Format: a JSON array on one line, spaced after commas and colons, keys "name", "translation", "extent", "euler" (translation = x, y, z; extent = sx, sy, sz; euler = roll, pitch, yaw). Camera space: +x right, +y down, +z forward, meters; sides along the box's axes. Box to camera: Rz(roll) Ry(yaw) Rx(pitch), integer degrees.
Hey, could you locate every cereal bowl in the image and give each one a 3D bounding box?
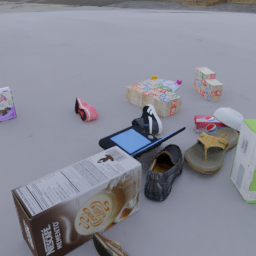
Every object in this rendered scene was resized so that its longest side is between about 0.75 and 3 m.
[{"name": "cereal bowl", "translation": [3.781, -0.393, 10.227], "extent": [1.210, 0.504, 1.210], "euler": [24, 20, -9]}]

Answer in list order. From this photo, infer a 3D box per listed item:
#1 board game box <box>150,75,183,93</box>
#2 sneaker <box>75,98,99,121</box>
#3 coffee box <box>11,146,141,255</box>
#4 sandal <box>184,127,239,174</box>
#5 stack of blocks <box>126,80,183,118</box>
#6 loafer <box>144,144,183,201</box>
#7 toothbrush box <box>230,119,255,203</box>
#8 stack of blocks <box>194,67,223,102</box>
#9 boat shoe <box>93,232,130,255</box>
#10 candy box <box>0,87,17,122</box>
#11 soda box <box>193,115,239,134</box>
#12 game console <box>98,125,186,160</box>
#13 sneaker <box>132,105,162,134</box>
[{"name": "board game box", "translation": [1.690, -2.253, 14.385], "extent": [1.788, 0.231, 1.788], "euler": [15, 31, 25]}, {"name": "sneaker", "translation": [-1.702, -0.739, 11.439], "extent": [0.692, 0.588, 1.596], "euler": [-3, 33, -29]}, {"name": "coffee box", "translation": [-0.991, 1.597, 6.113], "extent": [2.551, 1.459, 1.017], "euler": [-22, 37, -32]}, {"name": "sandal", "translation": [2.699, 0.474, 8.829], "extent": [1.171, 0.787, 2.914], "euler": [22, 35, 34]}, {"name": "stack of blocks", "translation": [1.201, -1.335, 12.207], "extent": [1.383, 0.703, 2.401], "euler": [-22, 36, -35]}, {"name": "loafer", "translation": [1.088, 1.005, 7.814], "extent": [0.837, 0.832, 2.301], "euler": [9, 30, 16]}, {"name": "toothbrush box", "translation": [4.177, 0.788, 7.117], "extent": [2.590, 1.886, 1.115], "euler": [-2, 29, -3]}, {"name": "stack of blocks", "translation": [3.766, -2.099, 13.235], "extent": [0.541, 1.063, 1.846], "euler": [-6, 30, -10]}, {"name": "boat shoe", "translation": [-0.311, 2.483, 5.666], "extent": [0.372, 0.381, 1.008], "euler": [-20, 42, -41]}, {"name": "candy box", "translation": [-4.984, -0.879, 10.848], "extent": [1.022, 1.218, 0.436], "euler": [-18, 34, -28]}, {"name": "soda box", "translation": [3.226, -0.123, 10.221], "extent": [1.581, 0.501, 0.553], "euler": [0, 29, 2]}, {"name": "game console", "translation": [0.430, 0.228, 8.514], "extent": [1.763, 1.167, 2.005], "euler": [35, 34, 26]}, {"name": "sneaker", "translation": [0.561, -0.363, 10.497], "extent": [0.993, 0.649, 1.775], "euler": [-6, 30, -12]}]
